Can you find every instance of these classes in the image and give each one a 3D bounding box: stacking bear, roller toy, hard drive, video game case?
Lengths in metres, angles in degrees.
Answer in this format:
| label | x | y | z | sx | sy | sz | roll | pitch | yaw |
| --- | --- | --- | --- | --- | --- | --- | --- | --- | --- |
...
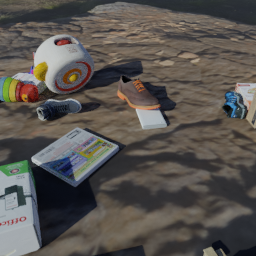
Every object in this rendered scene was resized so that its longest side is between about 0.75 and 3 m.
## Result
| label | x | y | z | sx | sy | sz | roll | pitch | yaw |
| --- | --- | --- | --- | --- | --- | --- | --- | --- | --- |
| stacking bear | -4.620 | -1.507 | 11.380 | 1.918 | 1.165 | 1.091 | 9 | 33 | -1 |
| roller toy | -2.594 | -2.569 | 11.606 | 2.166 | 2.374 | 1.659 | -39 | 67 | 8 |
| hard drive | 0.848 | -0.423 | 10.498 | 0.867 | 0.173 | 1.315 | -6 | 35 | -8 |
| video game case | -1.602 | 0.803 | 8.705 | 1.829 | 0.222 | 2.009 | 22 | 40 | 28 |

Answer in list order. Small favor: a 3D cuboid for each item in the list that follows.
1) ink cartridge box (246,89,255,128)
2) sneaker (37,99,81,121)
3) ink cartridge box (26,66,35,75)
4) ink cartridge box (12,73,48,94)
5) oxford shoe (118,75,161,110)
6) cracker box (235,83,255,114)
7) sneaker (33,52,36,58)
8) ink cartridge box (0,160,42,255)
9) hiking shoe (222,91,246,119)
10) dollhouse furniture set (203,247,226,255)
| label | x | y | z | sx | sy | sz | roll | pitch | yaw |
| --- | --- | --- | --- | --- | --- | --- | --- | --- | --- |
| ink cartridge box | 5.368 | -0.819 | 9.857 | 1.885 | 1.553 | 0.708 | -4 | 35 | -6 |
| sneaker | -2.613 | -0.662 | 10.377 | 1.556 | 0.592 | 1.124 | 1 | 23 | 18 |
| ink cartridge box | -3.994 | -2.699 | 13.580 | 2.344 | 0.435 | 1.110 | -9 | 36 | -9 |
| ink cartridge box | -4.406 | -1.990 | 12.438 | 1.486 | 0.504 | 0.862 | 11 | 37 | 16 |
| oxford shoe | 0.351 | -1.414 | 11.054 | 0.898 | 0.915 | 2.524 | -19 | 33 | -31 |
| cracker box | 5.176 | -1.177 | 11.255 | 1.231 | 0.530 | 1.838 | 1 | 34 | 2 |
| sneaker | -4.400 | -3.635 | 14.659 | 1.019 | 0.691 | 1.765 | -12 | 38 | -15 |
| ink cartridge box | -2.959 | 1.895 | 6.540 | 1.574 | 0.892 | 2.147 | -12 | 37 | -17 |
| hiking shoe | 3.987 | -0.967 | 10.884 | 0.715 | 0.614 | 1.650 | 0 | 35 | -2 |
| dollhouse furniture set | 2.221 | 2.676 | 5.734 | 0.997 | 0.554 | 0.881 | -13 | 37 | -18 |
